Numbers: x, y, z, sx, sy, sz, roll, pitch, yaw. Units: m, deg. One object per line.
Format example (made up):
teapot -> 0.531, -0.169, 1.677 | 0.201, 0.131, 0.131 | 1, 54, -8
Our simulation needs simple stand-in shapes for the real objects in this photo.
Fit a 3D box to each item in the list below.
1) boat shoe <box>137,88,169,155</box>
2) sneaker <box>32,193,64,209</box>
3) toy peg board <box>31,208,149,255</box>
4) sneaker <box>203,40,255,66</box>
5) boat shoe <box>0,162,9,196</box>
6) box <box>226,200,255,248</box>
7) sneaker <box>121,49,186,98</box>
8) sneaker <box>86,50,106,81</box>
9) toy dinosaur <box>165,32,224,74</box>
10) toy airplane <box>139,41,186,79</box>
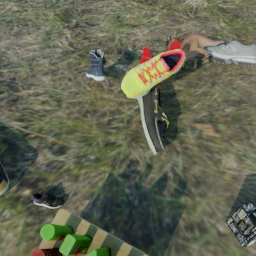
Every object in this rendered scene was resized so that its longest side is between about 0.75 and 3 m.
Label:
boat shoe -> 0.814, -0.346, 8.470 | 0.783, 0.928, 2.602 | -16, 46, 7
sneaker -> -2.022, 1.806, 7.055 | 0.793, 0.347, 0.300 | 4, 46, 3
toy peg board -> -1.021, 2.891, 5.013 | 2.221, 1.086, 2.211 | 22, 74, 20
sneaker -> 3.854, -2.925, 10.658 | 2.105, 0.786, 0.863 | 15, 89, 17
boat shoe -> -4.062, 0.758, 7.600 | 0.956, 0.797, 2.562 | -33, 58, -22
box -> 2.704, 2.183, 6.346 | 0.360, 0.837, 0.685 | -10, 47, -22
sneaker -> 0.762, -1.698, 8.275 | 2.267, 1.024, 0.886 | -36, 94, -10
sneaker -> -1.156, -2.251, 9.839 | 0.528, 1.004, 1.389 | -14, 22, -23
toy dinosaur -> 2.246, -3.032, 10.406 | 0.996, 2.320, 1.572 | -14, 84, -50
toy airplane -> 1.141, -2.308, 9.504 | 1.752, 1.752, 0.322 | 15, 55, 13
